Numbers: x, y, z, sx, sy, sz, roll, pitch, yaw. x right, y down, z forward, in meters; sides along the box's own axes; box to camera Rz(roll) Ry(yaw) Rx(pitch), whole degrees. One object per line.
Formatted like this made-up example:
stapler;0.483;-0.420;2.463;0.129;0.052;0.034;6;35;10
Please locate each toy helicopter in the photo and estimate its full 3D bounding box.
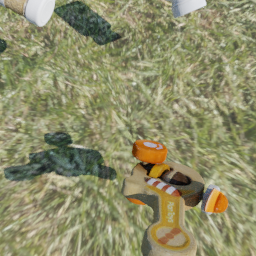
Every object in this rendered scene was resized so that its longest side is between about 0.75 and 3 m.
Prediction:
toy helicopter;0.773;1.198;4.394;1.853;2.802;1.105;13;106;5

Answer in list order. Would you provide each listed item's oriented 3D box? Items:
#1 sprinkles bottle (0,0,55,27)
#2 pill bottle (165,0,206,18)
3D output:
sprinkles bottle;-2.965;-3.318;6.562;2.404;0.820;0.820;28;64;-4
pill bottle;1.287;-3.906;7.106;1.153;1.153;1.926;-27;106;-14
